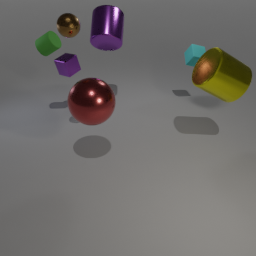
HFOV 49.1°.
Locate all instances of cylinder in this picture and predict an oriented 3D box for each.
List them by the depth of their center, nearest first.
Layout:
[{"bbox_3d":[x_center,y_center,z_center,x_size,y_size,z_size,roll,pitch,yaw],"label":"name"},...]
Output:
[{"bbox_3d":[3.112,-1.749,9.368,1.400,1.400,1.400,23,22,-22],"label":"cylinder"},{"bbox_3d":[-2.985,-3.162,10.503,0.700,0.700,0.700,-23,20,24],"label":"cylinder"},{"bbox_3d":[-0.890,-4.272,12.071,1.400,1.400,1.400,3,-12,1],"label":"cylinder"}]

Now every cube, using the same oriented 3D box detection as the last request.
[{"bbox_3d":[-2.518,-2.632,11.692,0.700,0.700,0.700,19,49,35],"label":"cube"},{"bbox_3d":[3.080,-3.294,12.807,0.700,0.700,0.700,6,66,-19],"label":"cube"}]

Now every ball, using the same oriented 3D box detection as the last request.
[{"bbox_3d":[-1.063,-0.770,8.218,1.400,1.400,1.400,0,29,0],"label":"ball"},{"bbox_3d":[-1.773,-3.052,8.347,0.700,0.700,0.700,0,29,0],"label":"ball"}]
